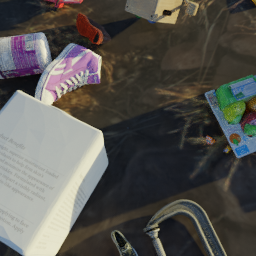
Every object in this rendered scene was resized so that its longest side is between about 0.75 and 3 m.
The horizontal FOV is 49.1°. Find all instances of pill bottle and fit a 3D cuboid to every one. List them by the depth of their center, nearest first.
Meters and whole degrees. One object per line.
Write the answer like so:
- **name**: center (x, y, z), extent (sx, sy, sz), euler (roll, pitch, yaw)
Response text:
- **pill bottle**: center (-3.812, -2.335, 9.249), extent (2.337, 1.312, 1.312), euler (-10, 64, -5)

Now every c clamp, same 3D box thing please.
- **c clamp**: center (1.277, 3.338, 6.964), extent (2.486, 0.394, 2.910), euler (-14, 65, -7)

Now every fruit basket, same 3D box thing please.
- **fruit basket**: center (3.698, -0.456, 8.493), extent (2.051, 1.038, 2.214), euler (-19, 68, -9)

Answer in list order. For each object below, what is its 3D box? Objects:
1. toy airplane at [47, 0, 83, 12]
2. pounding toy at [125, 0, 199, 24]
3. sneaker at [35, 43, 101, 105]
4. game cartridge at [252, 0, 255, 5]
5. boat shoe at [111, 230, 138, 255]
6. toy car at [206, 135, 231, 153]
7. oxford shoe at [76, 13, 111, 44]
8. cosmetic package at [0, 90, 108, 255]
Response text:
- **toy airplane**: center (-2.600, -5.300, 11.237), extent (1.918, 0.353, 1.918), euler (-2, 62, 4)
- **pounding toy**: center (1.393, -4.193, 10.007), extent (2.231, 1.021, 1.960), euler (36, 34, 32)
- **sneaker**: center (-1.787, -1.577, 9.088), extent (1.535, 0.976, 2.693), euler (25, 66, 8)
- **game cartridge**: center (5.365, -5.320, 11.385), extent (0.744, 0.137, 0.845), euler (-18, 63, -8)
- **boat shoe**: center (-0.106, 3.049, 7.129), extent (0.355, 0.349, 0.985), euler (-39, 70, -17)
- **toy car**: center (2.675, 0.505, 8.398), extent (0.777, 0.381, 0.258), euler (36, 101, 23)
- **oxford shoe**: center (-1.320, -3.652, 10.395), extent (0.665, 0.652, 1.833), euler (-11, 51, -42)
- **cosmetic package**: center (-2.245, 1.193, 6.884), extent (2.406, 2.408, 2.919), euler (26, 67, 12)
